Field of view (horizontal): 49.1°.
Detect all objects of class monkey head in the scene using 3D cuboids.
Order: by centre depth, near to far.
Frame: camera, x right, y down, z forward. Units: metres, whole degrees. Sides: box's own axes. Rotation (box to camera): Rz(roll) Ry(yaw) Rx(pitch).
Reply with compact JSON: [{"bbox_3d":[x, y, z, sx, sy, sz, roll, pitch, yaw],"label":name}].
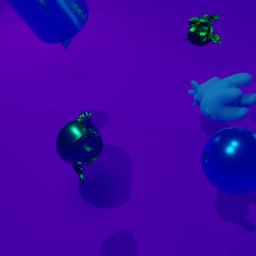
[{"bbox_3d":[1.910,-2.430,6.996,0.853,0.715,1.186,-26,31,-23],"label":"monkey head"}]

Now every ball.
[{"bbox_3d":[1.384,0.420,3.589,0.878,0.878,0.878,0,49,0],"label":"ball"}]

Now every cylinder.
[{"bbox_3d":[-1.577,-2.526,5.396,1.276,1.276,1.276,-6,66,15],"label":"cylinder"}]

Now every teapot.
[{"bbox_3d":[-0.794,0.331,4.837,0.834,1.341,0.657,-6,25,-36],"label":"teapot"}]

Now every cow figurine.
[{"bbox_3d":[1.824,-0.601,5.874,1.563,0.872,1.588,-10,20,43],"label":"cow figurine"}]

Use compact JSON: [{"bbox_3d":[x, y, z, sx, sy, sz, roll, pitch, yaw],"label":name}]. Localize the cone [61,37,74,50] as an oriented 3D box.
[{"bbox_3d":[-1.600,-2.345,7.136,0.866,0.866,0.869,-7,68,-6],"label":"cone"}]
